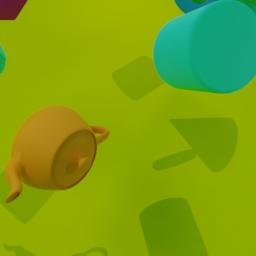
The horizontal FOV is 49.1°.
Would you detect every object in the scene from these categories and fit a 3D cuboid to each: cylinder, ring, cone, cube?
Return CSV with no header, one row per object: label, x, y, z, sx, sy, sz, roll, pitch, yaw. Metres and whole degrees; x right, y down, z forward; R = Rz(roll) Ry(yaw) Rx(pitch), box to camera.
cylinder,1.059,-1.069,3.904,1.115,1.115,1.115,-19,15,-13
ring,1.268,-2.533,4.877,1.121,1.121,0.224,-18,29,-12
cone,1.835,-2.370,5.824,1.593,1.588,1.588,37,62,9
cube,-2.168,-2.346,4.286,0.957,0.957,0.957,-25,87,-49

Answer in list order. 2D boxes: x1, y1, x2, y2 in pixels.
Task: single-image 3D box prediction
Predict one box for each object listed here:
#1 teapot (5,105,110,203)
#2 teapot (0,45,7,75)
teapot,-0.899,0.334,3.586,0.897,1.139,1.833,22,32,29
teapot,-1.873,-0.934,3.200,0.688,0.874,1.405,-30,37,-8
